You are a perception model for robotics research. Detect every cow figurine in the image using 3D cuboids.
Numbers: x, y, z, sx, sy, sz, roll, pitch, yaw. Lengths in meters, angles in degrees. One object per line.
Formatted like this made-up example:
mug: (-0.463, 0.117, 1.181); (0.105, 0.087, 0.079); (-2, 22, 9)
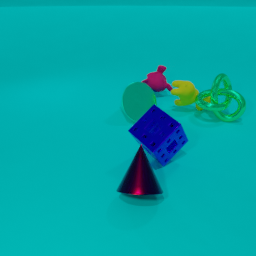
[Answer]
cow figurine: (2.100, -1.041, 8.945); (1.274, 1.295, 0.711); (1, 64, 23)

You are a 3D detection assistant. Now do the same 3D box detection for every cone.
cone: (0.049, -0.729, 8.946); (1.246, 1.246, 1.251); (-17, 4, -31)
cone: (0.231, 0.745, 5.220); (0.872, 0.875, 0.872); (2, -6, 0)

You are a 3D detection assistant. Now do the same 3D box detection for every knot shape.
knot shape: (2.690, -0.866, 8.394); (1.364, 1.458, 0.673); (-12, -13, -10)

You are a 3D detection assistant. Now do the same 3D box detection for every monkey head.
monkey head: (1.107, -1.774, 10.266); (1.268, 0.912, 0.764); (12, 56, -13)

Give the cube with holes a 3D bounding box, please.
cube with holes: (0.689, 0.173, 6.244); (0.832, 0.832, 0.832); (-45, 55, -5)
